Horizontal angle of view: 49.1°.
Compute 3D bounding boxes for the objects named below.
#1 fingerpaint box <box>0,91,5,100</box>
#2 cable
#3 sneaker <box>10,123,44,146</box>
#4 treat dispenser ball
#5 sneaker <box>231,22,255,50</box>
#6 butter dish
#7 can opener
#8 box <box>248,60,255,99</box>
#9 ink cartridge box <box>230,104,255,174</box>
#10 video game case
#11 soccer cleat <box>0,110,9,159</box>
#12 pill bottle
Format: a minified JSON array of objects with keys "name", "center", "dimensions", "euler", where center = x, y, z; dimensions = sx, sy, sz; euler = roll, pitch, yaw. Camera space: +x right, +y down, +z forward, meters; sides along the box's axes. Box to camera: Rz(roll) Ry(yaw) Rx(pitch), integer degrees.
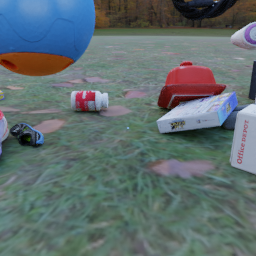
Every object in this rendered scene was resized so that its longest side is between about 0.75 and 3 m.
[{"name":"fingerpaint box","center":[-5.221,-1.214,10.527],"dimensions":[0.863,0.316,0.720],"euler":[-19,28,-39]},{"name":"cable","center":[1.550,-2.769,5.222],"dimensions":[1.632,0.508,2.000],"euler":[-17,-14,27]},{"name":"sneaker","center":[-2.585,0.167,6.950],"dimensions":[1.135,0.402,0.470],"euler":[18,22,32]},{"name":"treat dispenser ball","center":[-2.120,-2.549,6.306],"dimensions":[2.748,2.748,2.748],"euler":[0,22,0]},{"name":"sneaker","center":[4.239,-2.818,8.482],"dimensions":[2.300,0.861,1.145],"euler":[-3,7,-13]},{"name":"butter dish","center":[1.910,-1.464,8.945],"dimensions":[1.895,1.401,1.890],"euler":[-1,-16,-1]},{"name":"can opener","center":[4.099,-0.305,7.668],"dimensions":[2.981,0.991,0.785],"euler":[-5,19,10]},{"name":"box","center":[5.628,-1.922,10.711],"dimensions":[2.013,1.490,1.050],"euler":[-18,27,-39]},{"name":"ink cartridge box","center":[2.983,0.346,5.364],"dimensions":[1.718,1.240,0.719],"euler":[18,28,37]},{"name":"video game case","center":[1.938,-0.421,7.672],"dimensions":[1.661,0.416,1.833],"euler":[-10,14,37]},{"name":"soccer cleat","center":[-3.224,0.174,6.357],"dimensions":[0.771,0.827,2.260],"euler":[-4,22,-11]},{"name":"pill bottle","center":[-1.256,-0.897,9.275],"dimensions":[1.166,0.655,0.655],"euler":[0,22,0]}]
